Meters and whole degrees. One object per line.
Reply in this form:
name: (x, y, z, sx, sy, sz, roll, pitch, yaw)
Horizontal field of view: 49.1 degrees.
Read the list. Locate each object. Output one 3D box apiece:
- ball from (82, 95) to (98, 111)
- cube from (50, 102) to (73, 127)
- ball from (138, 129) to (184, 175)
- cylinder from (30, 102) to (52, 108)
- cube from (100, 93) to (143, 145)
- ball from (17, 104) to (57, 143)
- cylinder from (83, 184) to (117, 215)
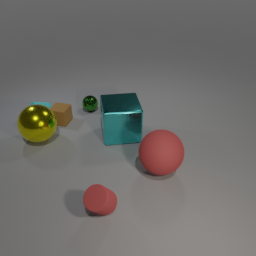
ball: (-1.662, -1.086, 12.298, 0.700, 0.700, 0.700, 0, 33, 0)
cube: (-2.757, -0.561, 11.511, 0.700, 0.700, 0.700, 8, 34, 12)
ball: (1.022, 0.743, 8.611, 1.400, 1.400, 1.400, 0, 33, 0)
cylinder: (-3.602, -0.712, 11.533, 0.700, 0.700, 0.700, -2, 27, -43)
cube: (-0.271, -0.357, 10.493, 1.400, 1.400, 1.400, -5, 36, -8)
ball: (-3.306, -0.165, 10.227, 1.400, 1.400, 1.400, 0, 33, 0)
cylinder: (-0.723, 1.901, 7.403, 0.700, 0.700, 0.700, -8, 64, 17)
